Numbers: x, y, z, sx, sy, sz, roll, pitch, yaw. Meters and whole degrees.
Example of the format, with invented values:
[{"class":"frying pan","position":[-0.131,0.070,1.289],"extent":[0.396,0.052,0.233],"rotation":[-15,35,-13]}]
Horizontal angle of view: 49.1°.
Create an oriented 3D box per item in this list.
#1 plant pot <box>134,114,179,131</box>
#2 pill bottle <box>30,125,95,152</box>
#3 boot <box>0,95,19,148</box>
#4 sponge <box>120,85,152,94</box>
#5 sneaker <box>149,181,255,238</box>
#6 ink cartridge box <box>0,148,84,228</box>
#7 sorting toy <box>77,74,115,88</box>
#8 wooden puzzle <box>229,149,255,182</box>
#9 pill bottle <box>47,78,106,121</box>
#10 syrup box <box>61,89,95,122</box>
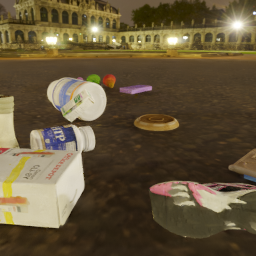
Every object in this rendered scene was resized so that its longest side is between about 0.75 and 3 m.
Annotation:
[{"class":"plant pot","position":[1.015,-0.245,10.023],"extent":[1.610,0.221,1.610],"rotation":[0,17,0]},{"class":"pill bottle","position":[-1.609,0.369,6.994],"extent":[1.437,0.860,0.860],"rotation":[-10,20,-30]},{"class":"boot","position":[-3.662,0.064,6.363],"extent":[2.330,1.802,0.840],"rotation":[0,17,0]},{"class":"sponge","position":[0.475,-2.289,16.459],"extent":[0.996,0.266,1.785],"rotation":[16,23,42]},{"class":"sneaker","position":[1.398,1.273,4.575],"extent":[2.126,0.854,0.918],"rotation":[6,0,9]},{"class":"ink cartridge box","position":[-1.930,0.982,5.078],"extent":[1.961,0.818,1.424],"rotation":[2,18,7]},{"class":"sorting toy","position":[-1.927,-2.772,17.547],"extent":[2.534,0.879,0.873],"rotation":[-4,41,-18]},{"class":"wooden puzzle","position":[3.231,0.959,5.954],"extent":[1.623,0.406,1.752],"rotation":[16,19,40]},{"class":"pill bottle","position":[-2.151,-1.221,11.075],"extent":[1.450,1.450,2.588],"rotation":[-14,22,-37]},{"class":"syrup box","position":[-1.670,-0.754,9.348],"extent":[1.094,0.445,0.431],"rotation":[-38,50,9]}]
